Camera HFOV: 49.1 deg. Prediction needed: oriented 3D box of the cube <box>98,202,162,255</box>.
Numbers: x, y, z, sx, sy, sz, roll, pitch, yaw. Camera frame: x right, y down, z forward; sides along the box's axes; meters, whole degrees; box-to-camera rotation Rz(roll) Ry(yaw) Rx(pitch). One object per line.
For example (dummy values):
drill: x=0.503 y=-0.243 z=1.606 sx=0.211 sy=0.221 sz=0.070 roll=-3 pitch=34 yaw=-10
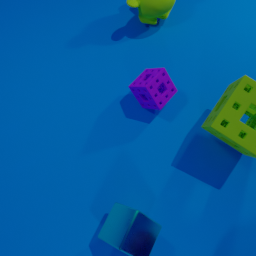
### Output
cube: x=0.038 y=2.084 z=5.633 sx=0.785 sy=0.785 sz=0.785 roll=41 pitch=66 yaw=-30

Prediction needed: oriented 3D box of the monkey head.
monkey head: x=0.711 y=-3.851 z=8.231 sx=1.910 sy=1.151 sz=1.374 roll=-30 pitch=68 yaw=-10

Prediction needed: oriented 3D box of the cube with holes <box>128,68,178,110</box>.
cube with holes: x=0.633 y=-0.998 z=7.120 sx=0.736 sy=0.736 sz=0.736 roll=-47 pitch=30 yaw=-19

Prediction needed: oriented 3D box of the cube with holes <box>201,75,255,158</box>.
cube with holes: x=2.588 y=-0.206 z=6.200 sx=1.245 sy=1.245 sz=1.245 roll=33 pitch=93 yaw=5
